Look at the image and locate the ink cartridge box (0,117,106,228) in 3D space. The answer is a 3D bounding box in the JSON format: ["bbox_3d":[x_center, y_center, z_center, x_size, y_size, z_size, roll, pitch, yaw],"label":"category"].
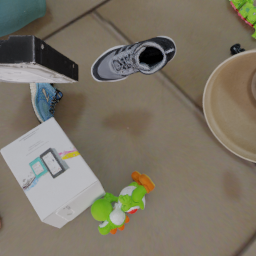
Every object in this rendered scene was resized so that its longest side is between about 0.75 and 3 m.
[{"bbox_3d":[-1.747,1.127,6.840,1.460,1.467,2.000,-35,68,-13],"label":"ink cartridge box"}]

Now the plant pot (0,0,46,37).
[{"bbox_3d":[-3.946,-4.129,8.701,2.324,2.473,2.473,-25,69,-25],"label":"plant pot"}]

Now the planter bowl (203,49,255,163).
[{"bbox_3d":[3.677,-0.779,7.215,2.873,2.873,1.933,44,48,16],"label":"planter bowl"}]

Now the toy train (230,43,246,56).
[{"bbox_3d":[3.819,-1.980,8.831,0.396,0.295,1.728,-30,70,-8],"label":"toy train"}]

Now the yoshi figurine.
[{"bbox_3d":[-0.232,1.784,6.982,0.980,0.984,1.751,34,72,32],"label":"yoshi figurine"}]

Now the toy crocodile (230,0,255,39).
[{"bbox_3d":[4.025,-3.992,9.488,0.769,0.703,2.278,-3,58,-46],"label":"toy crocodile"}]

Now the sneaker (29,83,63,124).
[{"bbox_3d":[-2.312,-0.824,8.119,0.871,0.759,1.937,-13,68,-9],"label":"sneaker"}]

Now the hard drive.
[{"bbox_3d":[-2.256,-1.284,5.748,1.896,2.713,0.513,1,94,4],"label":"hard drive"}]

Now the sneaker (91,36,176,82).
[{"bbox_3d":[0.041,-1.156,4.799,1.608,0.915,0.607,-16,106,12],"label":"sneaker"}]
